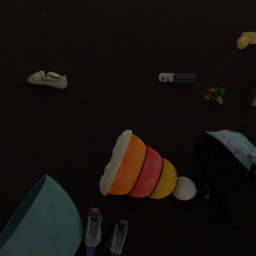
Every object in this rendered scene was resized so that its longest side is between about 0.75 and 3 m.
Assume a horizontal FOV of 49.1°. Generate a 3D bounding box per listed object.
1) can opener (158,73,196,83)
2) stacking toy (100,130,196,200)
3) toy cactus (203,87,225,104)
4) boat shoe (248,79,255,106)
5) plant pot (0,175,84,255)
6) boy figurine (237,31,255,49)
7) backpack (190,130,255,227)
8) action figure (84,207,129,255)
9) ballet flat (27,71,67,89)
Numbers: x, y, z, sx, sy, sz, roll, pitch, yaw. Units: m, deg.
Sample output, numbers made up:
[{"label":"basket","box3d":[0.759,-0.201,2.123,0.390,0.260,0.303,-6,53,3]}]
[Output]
[{"label":"can opener","box3d":[1.883,-1.991,10.861,1.437,0.378,0.477,3,45,3]},{"label":"stacking toy","box3d":[0.621,1.244,7.113,2.397,1.752,1.752,23,48,-1]},{"label":"toy cactus","box3d":[3.168,-1.142,10.096,0.837,0.428,0.690,-15,66,-18]},{"label":"boat shoe","box3d":[5.222,-1.623,10.129,1.110,1.044,2.915,31,52,12]},{"label":"plant pot","box3d":[-1.746,2.198,5.889,1.343,1.995,1.995,37,47,-13]},{"label":"boy figurine","box3d":[5.658,-4.071,12.805,1.694,0.546,1.053,-29,52,-25]},{"label":"backpack","box3d":[2.591,1.058,7.089,1.400,1.846,2.212,1,39,-28]},{"label":"action figure","box3d":[-0.684,3.089,5.426,1.802,0.961,2.770,18,50,-9]},{"label":"ballet flat","box3d":[-3.099,-1.913,10.670,1.663,0.578,0.578,11,46,11]}]
